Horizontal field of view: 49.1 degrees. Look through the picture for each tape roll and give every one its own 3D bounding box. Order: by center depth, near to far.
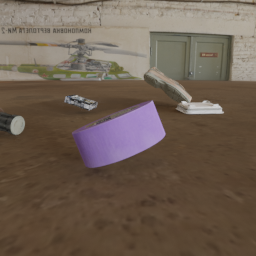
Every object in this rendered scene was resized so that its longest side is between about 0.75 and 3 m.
[{"bbox_3d":[-0.173,0.089,5.276,1.625,0.691,1.625,-21,7,3],"label":"tape roll"}]

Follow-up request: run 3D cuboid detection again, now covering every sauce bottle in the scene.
[{"bbox_3d":[-4.204,-0.343,8.048,2.686,0.869,0.869,11,15,21],"label":"sauce bottle"}]

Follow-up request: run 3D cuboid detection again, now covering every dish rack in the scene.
[{"bbox_3d":[3.062,-0.908,12.052,1.748,0.380,1.500,-2,15,-9],"label":"dish rack"}]

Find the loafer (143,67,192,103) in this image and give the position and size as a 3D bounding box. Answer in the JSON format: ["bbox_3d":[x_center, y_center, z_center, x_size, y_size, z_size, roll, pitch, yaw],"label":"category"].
[{"bbox_3d":[2.102,-2.211,14.118,2.729,0.858,0.981,33,-23,11],"label":"loafer"}]

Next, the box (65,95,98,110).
[{"bbox_3d":[-1.927,-1.068,11.626,1.119,0.278,0.882,19,15,10],"label":"box"}]
